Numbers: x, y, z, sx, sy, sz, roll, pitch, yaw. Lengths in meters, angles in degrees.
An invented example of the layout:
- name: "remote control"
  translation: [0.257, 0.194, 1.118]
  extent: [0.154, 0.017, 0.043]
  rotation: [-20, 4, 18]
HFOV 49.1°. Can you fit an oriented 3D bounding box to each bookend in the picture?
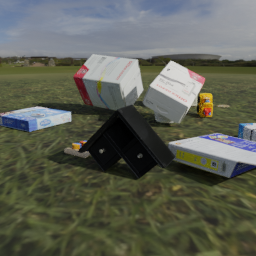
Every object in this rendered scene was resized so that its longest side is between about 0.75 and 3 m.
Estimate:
- name: "bookend"
  translation: [-0.073, 0.652, 7.239]
  extent: [1.776, 1.764, 0.818]
  rotation: [-43, -8, 29]

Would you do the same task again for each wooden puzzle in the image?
- name: "wooden puzzle"
  translation: [-1.324, 0.616, 8.942]
  extent: [1.007, 0.252, 1.087]
  rotation: [10, 18, 33]

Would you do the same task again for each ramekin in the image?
- name: "ramekin"
  translation: [1.761, -0.581, 12.997]
  extent: [1.134, 0.528, 1.134]
  rotation: [0, 15, 0]

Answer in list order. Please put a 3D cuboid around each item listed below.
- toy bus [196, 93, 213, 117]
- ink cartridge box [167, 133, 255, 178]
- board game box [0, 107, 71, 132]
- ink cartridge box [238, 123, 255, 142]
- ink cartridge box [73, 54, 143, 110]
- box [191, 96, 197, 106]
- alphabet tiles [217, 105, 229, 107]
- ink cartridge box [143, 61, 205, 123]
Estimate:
- name: "toy bus"
  translation: [3.862, -1.055, 13.820]
  extent: [0.757, 1.116, 1.071]
  rotation: [0, 23, 3]
- name: "ink cartridge box"
  translation: [2.872, 0.737, 7.616]
  extent: [2.558, 0.608, 2.589]
  rotation: [-5, 16, -42]
- name: "board game box"
  translation: [-4.204, -0.457, 12.544]
  extent: [2.334, 0.506, 2.322]
  rotation: [9, 16, 32]
- name: "ink cartridge box"
  translation: [4.585, 0.293, 9.437]
  extent: [1.064, 0.620, 1.472]
  rotation: [-2, 15, -8]
- name: "ink cartridge box"
  translation: [-0.920, -2.325, 14.492]
  extent: [2.774, 2.006, 2.015]
  rotation: [14, 52, 27]
- name: "box"
  translation: [2.832, -2.098, 16.850]
  extent: [2.388, 1.527, 1.301]
  rotation: [-3, 15, -11]
- name: "alphabet tiles"
  translation: [5.742, -1.326, 16.875]
  extent: [0.649, 0.025, 0.780]
  rotation: [12, 18, 37]
- name: "ink cartridge box"
  translation: [2.063, -1.635, 12.304]
  extent: [1.870, 1.057, 2.553]
  rotation: [30, 46, 8]
